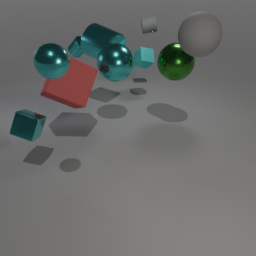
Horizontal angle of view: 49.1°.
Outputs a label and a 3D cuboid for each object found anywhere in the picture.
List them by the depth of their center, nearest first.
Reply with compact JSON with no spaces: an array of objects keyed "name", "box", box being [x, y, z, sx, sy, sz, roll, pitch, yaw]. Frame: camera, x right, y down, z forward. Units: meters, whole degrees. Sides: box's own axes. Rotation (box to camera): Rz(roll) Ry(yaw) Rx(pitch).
[{"name":"ball","box":[-1.510,-1.321,5.552,0.700,0.700,0.700,0,29,0]},{"name":"cube","box":[-2.921,-0.090,8.226,0.700,0.700,0.700,20,10,-2]},{"name":"ball","box":[2.323,-3.013,9.059,1.400,1.400,1.400,0,29,0]},{"name":"cube","box":[-2.068,-1.576,9.719,1.400,1.400,1.400,21,-6,-22]},{"name":"ball","box":[-0.465,-2.426,10.385,1.400,1.400,1.400,0,29,0]},{"name":"ball","box":[1.794,-2.480,10.514,1.400,1.400,1.400,0,29,0]},{"name":"cylinder","box":[-1.047,-3.552,11.936,1.400,1.400,1.400,29,38,20]},{"name":"cylinder","box":[-2.224,-3.630,12.560,0.700,0.700,0.700,-34,5,39]},{"name":"cube","box":[0.741,-3.262,13.054,0.700,0.700,0.700,3,-14,-27]},{"name":"cylinder","box":[1.010,-4.922,13.417,0.700,0.700,0.700,-8,29,3]}]
